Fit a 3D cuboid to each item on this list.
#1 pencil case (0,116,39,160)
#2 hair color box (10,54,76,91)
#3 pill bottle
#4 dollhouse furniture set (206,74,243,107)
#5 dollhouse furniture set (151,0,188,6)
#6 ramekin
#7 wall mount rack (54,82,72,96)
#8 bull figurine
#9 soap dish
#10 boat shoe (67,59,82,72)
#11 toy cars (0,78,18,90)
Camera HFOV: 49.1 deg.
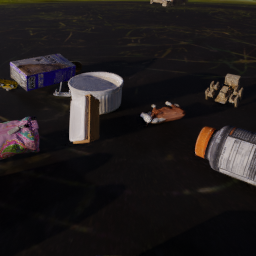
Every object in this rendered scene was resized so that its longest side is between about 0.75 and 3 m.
[{"bbox_3d":[-3.999,0.409,8.111,2.807,1.227,1.227,-12,32,-17],"label":"pencil case"},{"bbox_3d":[-4.015,-2.730,13.403,1.456,0.863,2.664,38,44,27],"label":"hair color box"},{"bbox_3d":[3.108,0.726,7.451,2.501,1.329,1.329,21,36,31],"label":"pill bottle"},{"bbox_3d":[4.237,-1.486,12.009,1.315,0.932,1.432,20,57,32],"label":"dollhouse furniture set"},{"bbox_3d":[1.193,-4.536,9.287,1.354,0.775,1.588,23,34,34],"label":"dollhouse furniture set"},{"bbox_3d":[-1.265,-1.418,11.362,2.184,1.065,2.184,0,31,0],"label":"ramekin"},{"bbox_3d":[-2.784,-1.720,12.539,1.062,0.396,0.922,3,30,3],"label":"wall mount rack"},{"bbox_3d":[1.247,-0.530,10.362,1.690,0.550,1.026,-5,31,-9],"label":"bull figurine"},{"bbox_3d":[-1.013,-0.188,6.583,0.443,1.091,0.859,4,-7,-35],"label":"soap dish"},{"bbox_3d":[-3.520,-3.415,15.194,2.025,0.742,0.635,5,25,-12],"label":"boat shoe"},{"bbox_3d":[-5.197,-2.125,13.238,0.839,0.414,1.872,38,41,27],"label":"toy cars"}]
